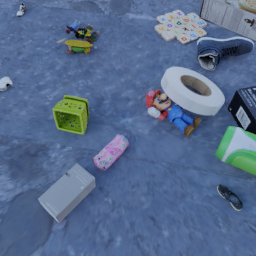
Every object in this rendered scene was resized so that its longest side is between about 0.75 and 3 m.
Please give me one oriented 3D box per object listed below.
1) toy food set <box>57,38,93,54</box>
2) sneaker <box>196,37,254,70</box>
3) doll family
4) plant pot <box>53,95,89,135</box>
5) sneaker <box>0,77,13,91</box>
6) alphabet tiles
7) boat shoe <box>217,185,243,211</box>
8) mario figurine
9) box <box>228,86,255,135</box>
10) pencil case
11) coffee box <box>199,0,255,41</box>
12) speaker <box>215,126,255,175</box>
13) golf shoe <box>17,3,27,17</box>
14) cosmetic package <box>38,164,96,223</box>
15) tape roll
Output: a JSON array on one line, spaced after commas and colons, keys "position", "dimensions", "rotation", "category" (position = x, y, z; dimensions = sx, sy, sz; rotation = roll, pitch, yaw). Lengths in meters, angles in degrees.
[{"position": [-2.219, -3.436, 11.973], "dimensions": [1.443, 0.471, 0.849], "rotation": [10, 31, 5], "category": "toy food set"}, {"position": [3.879, -2.961, 11.229], "dimensions": [2.257, 0.858, 1.631], "rotation": [4, 43, 15], "category": "sneaker"}, {"position": [-2.079, -4.277, 12.486], "dimensions": [1.526, 0.599, 0.882], "rotation": [21, 61, 20], "category": "doll family"}, {"position": [-1.843, -0.500, 9.503], "dimensions": [1.013, 1.018, 0.924], "rotation": [11, 48, 8], "category": "plant pot"}, {"position": [-4.875, -1.576, 10.650], "dimensions": [1.011, 0.377, 0.440], "rotation": [-38, 68, -23], "category": "sneaker"}, {"position": [2.452, -4.718, 13.013], "dimensions": [2.303, 0.168, 2.252], "rotation": [-25, 57, -17], "category": "alphabet tiles"}, {"position": [2.974, 1.970, 8.131], "dimensions": [0.335, 0.298, 0.897], "rotation": [-25, 58, -17], "category": "boat shoe"}, {"position": [1.481, -0.661, 9.482], "dimensions": [2.035, 1.079, 1.256], "rotation": [37, 19, 16], "category": "mario figurine"}, {"position": [4.684, -0.487, 9.429], "dimensions": [1.819, 1.068, 1.789], "rotation": [-10, 55, -9], "category": "box"}, {"position": [-0.532, 0.765, 8.855], "dimensions": [0.556, 0.556, 1.273], "rotation": [34, 60, 22], "category": "pencil case"}, {"position": [5.086, -5.446, 12.896], "dimensions": [2.982, 1.189, 1.706], "rotation": [33, 61, 21], "category": "coffee box"}, {"position": [4.138, 0.950, 8.296], "dimensions": [2.811, 1.243, 1.243], "rotation": [25, 58, 16], "category": "speaker"}, {"position": [-5.229, -5.754, 13.636], "dimensions": [0.308, 0.374, 0.791], "rotation": [7, 56, 4], "category": "golf shoe"}, {"position": [-1.713, 1.844, 8.013], "dimensions": [0.796, 0.672, 1.490], "rotation": [35, 59, 19], "category": "cosmetic package"}, {"position": [2.293, -1.342, 9.881], "dimensions": [2.332, 0.426, 2.332], "rotation": [16, 38, -13], "category": "tape roll"}]
